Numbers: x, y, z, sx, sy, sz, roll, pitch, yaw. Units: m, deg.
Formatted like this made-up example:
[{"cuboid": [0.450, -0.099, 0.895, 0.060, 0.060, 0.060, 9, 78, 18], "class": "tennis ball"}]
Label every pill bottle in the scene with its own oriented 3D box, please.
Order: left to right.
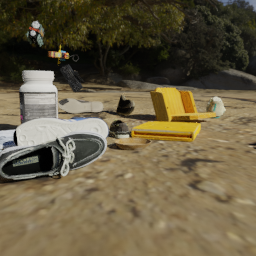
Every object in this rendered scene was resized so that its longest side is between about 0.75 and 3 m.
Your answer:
[{"cuboid": [-2.699, -0.746, 8.501, 1.112, 1.912, 1.112, 0, 8, 0], "class": "pill bottle"}]

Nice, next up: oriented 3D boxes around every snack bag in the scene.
[{"cuboid": [-3.454, 0.349, 7.018, 2.087, 0.223, 1.967, -8, 13, -39], "class": "snack bag"}]

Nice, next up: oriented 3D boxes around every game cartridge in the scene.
[{"cuboid": [1.252, 0.065, 8.643, 1.796, 0.330, 2.037, 3, 7, 19], "class": "game cartridge"}]

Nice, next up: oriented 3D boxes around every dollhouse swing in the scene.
[{"cuboid": [2.372, -1.072, 11.690, 2.025, 1.840, 1.780, -7, -9, -41], "class": "dollhouse swing"}]

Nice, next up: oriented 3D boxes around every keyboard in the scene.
[{"cuboid": [-2.624, -2.404, 13.294, 0.699, 1.343, 0.266, -32, 7, 0], "class": "keyboard"}]

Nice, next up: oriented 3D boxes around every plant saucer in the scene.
[{"cuboid": [0.123, 0.396, 6.889, 0.909, 0.161, 0.909, 0, 9, 0], "class": "plant saucer"}]

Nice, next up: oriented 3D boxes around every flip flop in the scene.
[{"cuboid": [-0.032, -1.108, 14.281, 0.702, 0.989, 2.438, 15, 5, -20], "class": "flip flop"}]

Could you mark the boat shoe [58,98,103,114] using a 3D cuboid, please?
[{"cuboid": [-2.472, -1.096, 14.745, 2.329, 0.779, 0.664, 3, -5, -12], "class": "boat shoe"}]

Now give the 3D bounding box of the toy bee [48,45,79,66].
[{"cuboid": [-2.542, -2.857, 10.852, 1.136, 0.744, 0.618, -16, 11, -6], "class": "toy bee"}]

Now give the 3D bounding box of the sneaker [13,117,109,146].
[{"cuboid": [-1.499, 0.164, 6.728, 2.082, 0.839, 1.524, -7, 0, -9], "class": "sneaker"}]

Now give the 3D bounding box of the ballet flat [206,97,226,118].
[{"cuboid": [4.317, -1.082, 13.741, 0.990, 0.990, 2.849, 2, 9, 15], "class": "ballet flat"}]

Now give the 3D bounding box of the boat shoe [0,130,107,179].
[{"cuboid": [-1.187, 0.452, 4.734, 1.917, 0.708, 0.655, -5, 7, -27], "class": "boat shoe"}]

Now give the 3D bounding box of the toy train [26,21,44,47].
[{"cuboid": [-3.834, -3.936, 11.697, 0.603, 0.806, 1.414, 15, -1, -10], "class": "toy train"}]

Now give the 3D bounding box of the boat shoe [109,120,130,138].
[{"cuboid": [-0.264, -0.030, 8.626, 0.542, 0.458, 1.520, -2, 9, -14], "class": "boat shoe"}]
